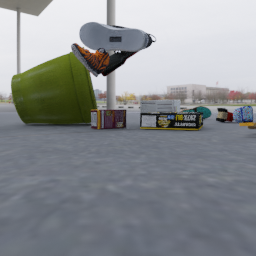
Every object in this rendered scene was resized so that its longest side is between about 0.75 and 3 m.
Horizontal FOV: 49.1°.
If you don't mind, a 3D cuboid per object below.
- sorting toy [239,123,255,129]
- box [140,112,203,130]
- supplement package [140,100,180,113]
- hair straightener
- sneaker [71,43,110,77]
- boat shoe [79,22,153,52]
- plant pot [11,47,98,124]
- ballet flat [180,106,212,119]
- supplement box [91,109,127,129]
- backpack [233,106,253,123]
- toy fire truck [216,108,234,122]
[{"bbox_3d":[3.521,0.029,6.259,2.257,0.307,1.271,0,0,-10],"label":"sorting toy"},{"bbox_3d":[1.456,-0.257,8.795,1.689,0.522,2.115,-1,4,17],"label":"box"},{"bbox_3d":[1.293,-0.609,10.829,1.280,0.911,1.643,1,5,18],"label":"supplement package"},{"bbox_3d":[-0.149,-2.684,10.112,2.507,0.513,0.965,-23,-16,20],"label":"hair straightener"},{"bbox_3d":[-0.809,-1.657,6.274,0.411,0.593,1.058,43,-2,34],"label":"sneaker"},{"bbox_3d":[-0.344,-2.611,8.083,2.300,0.804,0.762,12,17,30],"label":"boat shoe"},{"bbox_3d":[-2.723,-1.332,10.651,2.823,2.932,2.932,-12,5,-4],"label":"plant pot"},{"bbox_3d":[3.678,-0.866,15.848,2.242,0.763,0.754,-1,5,-27],"label":"ballet flat"},{"bbox_3d":[-0.577,-0.278,8.529,1.044,0.576,0.447,-3,5,-38],"label":"supplement box"},{"bbox_3d":[4.750,-0.554,11.619,0.789,0.720,0.531,-1,-5,29],"label":"backpack"},{"bbox_3d":[4.665,-0.576,12.466,1.233,0.793,1.085,12,5,7],"label":"toy fire truck"}]
